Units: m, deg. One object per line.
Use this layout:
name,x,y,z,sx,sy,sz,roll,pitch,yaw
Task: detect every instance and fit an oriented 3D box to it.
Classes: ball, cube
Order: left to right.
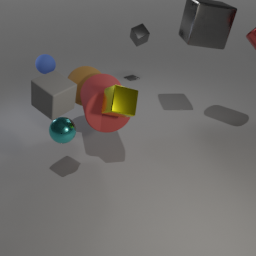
ball,-2.956,-2.286,10.049,0.700,0.700,0.700,0,29,0
cube,-1.652,-0.738,6.238,0.700,0.700,0.700,34,44,18
ball,-1.704,0.059,7.309,0.700,0.700,0.700,0,29,0
ball,-1.463,-1.464,9.843,1.400,1.400,1.400,0,29,0
cube,-0.223,-0.690,7.441,0.700,0.700,0.700,10,-6,-27
cube,0.588,-4.714,14.212,0.700,0.700,0.700,-29,77,-15
cube,2.788,-3.779,10.065,1.400,1.400,1.400,5,32,-9

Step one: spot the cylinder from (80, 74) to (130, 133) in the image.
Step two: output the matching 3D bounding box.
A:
cylinder,-0.705,-0.791,8.647,1.400,1.400,1.400,-7,32,-12

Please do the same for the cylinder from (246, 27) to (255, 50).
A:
cylinder,4.814,-2.895,9.017,1.400,1.400,1.400,52,42,-1
